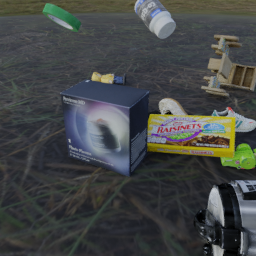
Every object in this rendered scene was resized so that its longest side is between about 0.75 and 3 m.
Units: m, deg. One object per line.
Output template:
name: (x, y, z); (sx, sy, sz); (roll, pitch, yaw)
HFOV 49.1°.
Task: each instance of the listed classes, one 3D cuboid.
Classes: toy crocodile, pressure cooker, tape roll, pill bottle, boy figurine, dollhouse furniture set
toy crocodile: (4.047, 0.905, 8.591); (2.311, 0.714, 0.780); (-9, 27, 9)
pressure cooker: (2.333, 1.981, 5.536); (2.005, 1.764, 1.791); (2, 43, 6)
tape roll: (-2.676, -4.468, 11.401); (1.541, 0.370, 1.541); (26, 2, -1)
pill bottle: (1.092, -4.437, 11.165); (0.981, 0.981, 1.724); (-18, 63, -30)
boy figurine: (-1.036, -2.751, 15.466); (1.895, 0.611, 1.178); (6, 32, 7)
dollhouse furniture set: (5.115, -2.779, 13.610); (1.910, 2.520, 2.875); (16, 5, 29)

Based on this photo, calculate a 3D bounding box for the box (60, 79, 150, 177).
box: (-0.678, -0.070, 8.688); (2.340, 2.321, 1.442); (13, 31, 24)

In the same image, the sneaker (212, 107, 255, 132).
sneaker: (4.080, -0.346, 10.753); (1.799, 0.841, 0.633); (2, 28, 4)

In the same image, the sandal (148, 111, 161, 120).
sandal: (0.531, -0.496, 11.382); (1.622, 0.365, 0.609); (-17, 32, -9)

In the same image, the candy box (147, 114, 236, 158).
candy box: (2.006, 0.199, 9.371); (2.955, 0.390, 1.510); (3, 46, 21)

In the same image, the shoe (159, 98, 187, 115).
shoe: (1.761, -0.480, 10.956); (0.676, 0.886, 2.533); (-5, 31, -21)
